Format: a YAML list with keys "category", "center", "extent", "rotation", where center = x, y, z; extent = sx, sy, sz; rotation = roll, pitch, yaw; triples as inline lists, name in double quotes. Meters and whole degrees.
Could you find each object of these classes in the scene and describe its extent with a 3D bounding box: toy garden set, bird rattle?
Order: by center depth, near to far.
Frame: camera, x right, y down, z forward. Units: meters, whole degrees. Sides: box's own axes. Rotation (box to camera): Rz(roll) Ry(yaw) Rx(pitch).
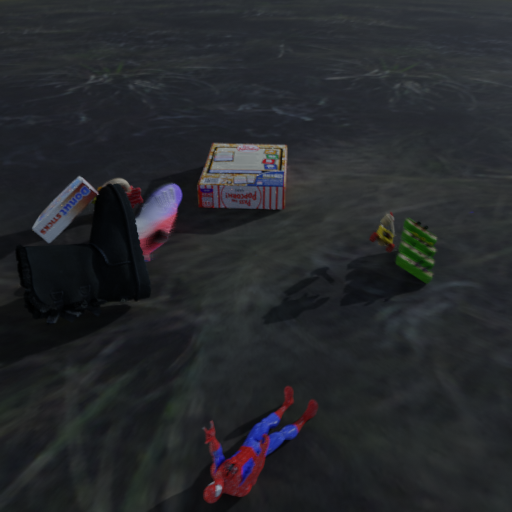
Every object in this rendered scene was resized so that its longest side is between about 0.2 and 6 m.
- category: "toy garden set"
  center: [2.943, -0.364, 10.923]
  extent: [1.347, 0.323, 1.616]
  rotation: [33, 38, -3]
- category: "bird rattle"
  center: [-3.134, -1.328, 12.598]
  extent: [1.169, 0.953, 0.659]
  rotation: [-22, 61, -20]

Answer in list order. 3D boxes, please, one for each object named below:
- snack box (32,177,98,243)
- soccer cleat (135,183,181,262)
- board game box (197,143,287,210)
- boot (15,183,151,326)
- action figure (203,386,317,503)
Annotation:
- category: "snack box"
  center: [-3.679, -0.980, 10.818]
  extent: [1.192, 0.403, 3.317]
  rotation: [-46, 19, -7]
- category: "soccer cleat"
  center: [-2.045, -0.681, 11.616]
  extent: [0.900, 0.839, 2.458]
  rotation: [15, 40, 17]
- category: "board game box"
  center: [-0.260, -2.044, 13.930]
  extent: [2.023, 0.618, 2.671]
  rotation: [2, 32, 4]
- category: "boot"
  center: [-3.029, -0.078, 9.567]
  extent: [2.002, 0.904, 2.444]
  rotation: [-10, 72, -28]
- category: "action figure"
  center: [0.017, 2.203, 6.972]
  extent: [0.634, 0.961, 1.943]
  rotation: [22, 41, 31]
